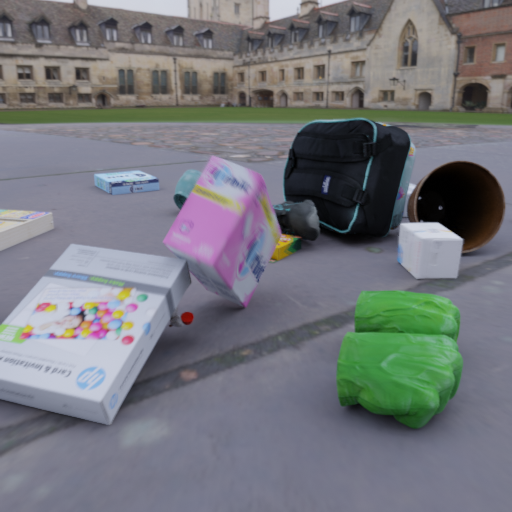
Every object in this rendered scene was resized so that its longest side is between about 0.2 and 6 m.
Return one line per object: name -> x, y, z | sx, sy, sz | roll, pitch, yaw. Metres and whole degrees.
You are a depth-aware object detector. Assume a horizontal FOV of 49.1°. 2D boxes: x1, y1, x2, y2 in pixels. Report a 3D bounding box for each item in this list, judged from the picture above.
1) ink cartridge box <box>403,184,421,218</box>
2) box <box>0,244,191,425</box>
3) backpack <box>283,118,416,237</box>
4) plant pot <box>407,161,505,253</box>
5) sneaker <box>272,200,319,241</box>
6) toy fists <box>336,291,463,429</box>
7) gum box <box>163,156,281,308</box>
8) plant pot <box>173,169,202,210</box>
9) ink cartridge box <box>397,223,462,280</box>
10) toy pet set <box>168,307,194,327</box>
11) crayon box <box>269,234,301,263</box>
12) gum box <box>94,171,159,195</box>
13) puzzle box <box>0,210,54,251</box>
ink cartridge box -> 3.572, -1.400, 13.896 | 1.269, 0.606, 1.446 | -4, 18, -13
box -> -1.816, 0.717, 6.043 | 1.583, 0.418, 2.031 | 8, 42, 17
backpack -> 1.891, -1.687, 11.946 | 2.079, 2.385, 2.713 | 3, 10, -41
plant pot -> 3.681, -0.936, 11.112 | 1.694, 1.694, 1.813 | -1, 3, -3
sneaker -> 0.618, -0.655, 11.200 | 0.855, 0.813, 2.157 | -12, 7, -14
toy fists -> 1.585, 0.996, 5.936 | 1.128, 0.761, 2.212 | -2, 17, 20
gum box -> -0.322, -0.197, 7.307 | 0.702, 1.205, 2.124 | 24, -13, 17
plant pot -> -1.565, -1.469, 13.682 | 1.072, 1.072, 0.718 | 13, 49, 37
ink cartridge box -> 2.896, -0.092, 9.426 | 0.702, 0.715, 0.971 | -1, 19, -5
toy pet set -> -1.548, 0.900, 6.769 | 1.247, 0.662, 1.164 | -29, 55, -29
crayon box -> 0.317, -0.159, 10.454 | 0.671, 0.268, 1.057 | 10, 20, 30
gum box -> -3.945, -2.232, 16.999 | 1.460, 0.383, 1.718 | -10, 20, -30
puzzle box -> -5.770, -0.407, 11.026 | 2.070, 0.395, 3.111 | 5, 17, 13
